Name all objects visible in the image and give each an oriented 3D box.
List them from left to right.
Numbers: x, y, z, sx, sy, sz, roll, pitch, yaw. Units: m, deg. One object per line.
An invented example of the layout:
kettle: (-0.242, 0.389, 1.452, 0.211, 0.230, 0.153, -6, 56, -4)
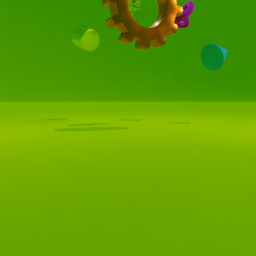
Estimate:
cylinder: (-1.633, -3.466, 10.826, 0.811, 0.811, 0.811, -5, 28, -38)
gear: (0.398, -3.023, 6.940, 2.073, 2.073, 0.383, -3, 10, -27)
cow figurine: (0.500, -3.917, 8.084, 1.598, 1.573, 0.877, 2, 15, -32)
knot shape: (1.783, -3.983, 10.249, 1.436, 0.664, 1.344, -25, -4, 14)
cone: (3.089, -2.488, 9.422, 0.899, 0.896, 0.896, -28, 20, -31)
